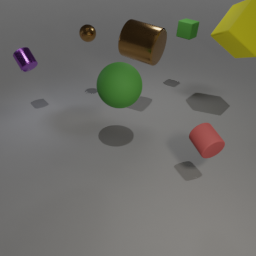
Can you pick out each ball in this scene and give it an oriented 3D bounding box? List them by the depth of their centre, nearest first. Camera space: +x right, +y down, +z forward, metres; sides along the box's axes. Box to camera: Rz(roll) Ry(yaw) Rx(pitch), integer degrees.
[{"bbox_3d":[-0.259,-1.300,8.559,1.400,1.400,1.400,0,31,0],"label":"ball"},{"bbox_3d":[-1.669,-3.925,11.609,0.700,0.700,0.700,0,31,0],"label":"ball"}]

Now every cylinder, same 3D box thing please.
[{"bbox_3d":[2.113,0.337,7.538,0.700,0.700,0.700,-12,49,-19],"label":"cylinder"},{"bbox_3d":[0.560,-3.225,10.572,1.400,1.400,1.400,23,37,18],"label":"cylinder"},{"bbox_3d":[-4.050,-2.700,11.060,0.700,0.700,0.700,-32,-2,-1],"label":"cylinder"}]

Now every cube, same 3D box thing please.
[{"bbox_3d":[4.122,-3.473,9.927,1.400,1.400,1.400,36,4,-15],"label":"cube"},{"bbox_3d":[2.692,-4.465,12.625,0.700,0.700,0.700,27,40,29],"label":"cube"}]
